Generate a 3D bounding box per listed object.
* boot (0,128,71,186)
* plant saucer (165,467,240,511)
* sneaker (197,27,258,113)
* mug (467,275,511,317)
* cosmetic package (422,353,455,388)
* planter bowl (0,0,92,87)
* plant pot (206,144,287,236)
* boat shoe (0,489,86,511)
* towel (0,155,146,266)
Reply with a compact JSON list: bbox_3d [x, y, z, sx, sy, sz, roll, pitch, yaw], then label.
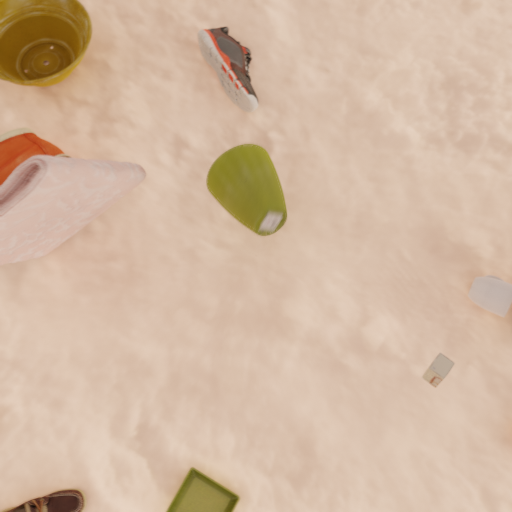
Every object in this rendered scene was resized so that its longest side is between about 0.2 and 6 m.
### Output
[{"bbox_3d":[-5.183,-1.154,10.911,1.759,1.231,3.281,42,71,16],"label":"boot"},{"bbox_3d":[-0.946,4.372,9.716,1.016,0.243,1.014,29,76,8],"label":"plant saucer"},{"bbox_3d":[-0.403,-4.080,11.877,0.908,0.854,2.217,-27,76,-14],"label":"sneaker"},{"bbox_3d":[4.484,0.667,10.641,0.745,0.627,0.850,24,44,21],"label":"mug"},{"bbox_3d":[2.745,1.736,8.462,0.270,0.618,0.319,36,74,20],"label":"cosmetic package"},{"bbox_3d":[-4.565,-4.350,11.808,2.439,1.016,2.439,0,70,-1],"label":"planter bowl"},{"bbox_3d":[-0.029,-1.069,10.057,1.307,1.307,1.397,-26,54,-7],"label":"plant pot"},{"bbox_3d":[-3.743,4.404,9.526,1.629,0.586,0.587,-12,74,-3],"label":"boat shoe"},{"bbox_3d":[-3.562,-0.709,9.299,2.866,3.001,0.484,-33,88,17],"label":"towel"}]
